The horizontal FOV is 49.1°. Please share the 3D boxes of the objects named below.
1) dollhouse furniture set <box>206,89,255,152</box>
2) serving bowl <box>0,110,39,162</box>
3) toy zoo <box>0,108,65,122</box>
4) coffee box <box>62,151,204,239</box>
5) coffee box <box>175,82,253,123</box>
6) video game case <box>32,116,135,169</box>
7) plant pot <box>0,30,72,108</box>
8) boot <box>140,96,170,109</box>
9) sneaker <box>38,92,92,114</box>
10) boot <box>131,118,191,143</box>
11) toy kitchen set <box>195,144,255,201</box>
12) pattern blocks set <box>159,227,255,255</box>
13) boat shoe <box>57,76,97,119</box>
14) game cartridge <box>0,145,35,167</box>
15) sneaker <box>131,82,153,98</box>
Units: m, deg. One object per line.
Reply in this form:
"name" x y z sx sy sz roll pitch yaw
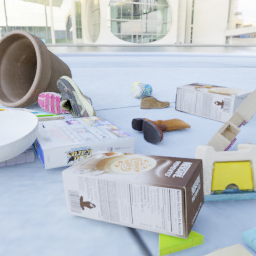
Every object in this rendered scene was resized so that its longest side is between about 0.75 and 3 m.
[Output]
"dollhouse furniture set" 2.986 0.604 6.126 2.158 1.408 2.037 40 58 16
"serving bowl" -2.736 0.242 5.860 1.787 0.588 1.787 -4 27 2
"toy zoo" -3.434 -0.392 8.946 2.387 0.244 1.566 10 10 30
"coffee box" 0.109 0.913 4.333 1.911 0.762 1.093 2 15 26
"coffee box" 3.027 -0.958 10.001 1.351 0.942 2.362 -15 23 -37
"video game case" -1.237 0.256 6.912 2.043 0.512 2.254 -8 18 -25
"plant pot" -3.759 -2.173 11.555 2.943 2.943 2.567 10 2 28
"boot" 1.088 -1.013 10.952 1.244 0.470 0.458 -5 17 -17
"sneaker" -2.241 -0.947 10.349 2.082 0.768 0.911 6 16 9
"boot" 1.098 0.048 8.020 1.598 0.547 1.504 0 9 -25
"toy kitchen set" 2.366 1.074 3.735 2.270 1.669 2.833 -2 -2 -4
"pattern blocks set" 0.995 1.789 2.941 2.486 0.202 2.186 -5 19 -15
"boat shoe" -1.844 -0.881 9.097 0.754 0.820 2.294 -27 56 -24
"game cartridge" -3.017 0.452 6.797 1.257 0.372 1.938 -12 22 -21
"sneaker" 0.707 -1.825 12.986 0.992 0.715 1.888 -1 18 -4
